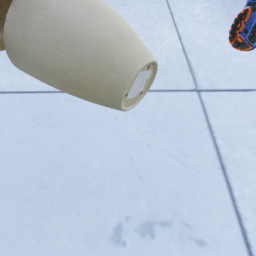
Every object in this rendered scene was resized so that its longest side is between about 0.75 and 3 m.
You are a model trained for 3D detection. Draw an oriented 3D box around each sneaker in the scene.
[{"bbox_3d":[3.448,-3.140,7.081,0.995,2.641,1.036,37,17,26],"label":"sneaker"}]

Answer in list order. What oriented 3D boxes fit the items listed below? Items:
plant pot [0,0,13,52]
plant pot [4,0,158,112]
[{"bbox_3d":[-2.964,-2.527,5.718,1.635,1.635,1.098,-12,64,-12],"label":"plant pot"},{"bbox_3d":[-0.684,-1.411,5.380,2.361,2.212,2.212,37,55,17],"label":"plant pot"}]
